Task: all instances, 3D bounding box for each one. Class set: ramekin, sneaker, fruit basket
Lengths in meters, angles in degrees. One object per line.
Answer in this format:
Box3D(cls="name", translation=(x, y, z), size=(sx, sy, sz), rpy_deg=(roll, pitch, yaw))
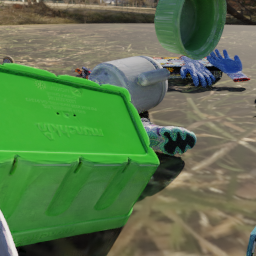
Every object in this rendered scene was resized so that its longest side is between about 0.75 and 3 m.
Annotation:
Box3D(cls="ramekin", translation=(1.696, -3.003, 7.745), size=(2.073, 2.073, 1.013), rpy_deg=(-19, 30, -36))
Box3D(cls="sneaker", translation=(0.636, 0.080, 6.520), size=(1.734, 0.674, 1.213), rpy_deg=(1, 25, 0))
Box3D(cls="fruit basket", translation=(-1.526, 0.567, 4.051), size=(3.187, 3.187, 2.298), rpy_deg=(-10, 58, -21))

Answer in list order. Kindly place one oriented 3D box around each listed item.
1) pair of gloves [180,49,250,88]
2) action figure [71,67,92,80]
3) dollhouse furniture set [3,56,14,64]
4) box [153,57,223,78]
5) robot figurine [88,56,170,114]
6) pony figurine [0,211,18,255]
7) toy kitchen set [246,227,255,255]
Box3D(cls="pair of gloves", translation=(3.522, -2.579, 11.810), size=(2.951, 0.336, 2.372), rpy_deg=(-7, 45, -9))
Box3D(cls="action figure", translation=(-1.798, -2.301, 12.225), size=(1.110, 0.600, 1.148), rpy_deg=(32, 10, 40))
Box3D(cls="dollhouse furniture set", translation=(-4.568, -1.594, 9.100), size=(1.864, 1.597, 1.960), rpy_deg=(5, 25, 12))
Box3D(cls="box", translation=(2.651, -2.860, 13.128), size=(2.973, 0.593, 2.036), rpy_deg=(-2, 24, -3))
Box3D(cls="robot figurine", translation=(0.024, -1.178, 8.107), size=(2.470, 1.645, 2.913), rpy_deg=(-8, 11, 45))
Box3D(cls="pony figurine", translation=(-1.193, 1.826, 1.709), size=(2.420, 2.016, 2.337), rpy_deg=(-22, 64, -46))
Box3D(cls="toy kitchen set", translation=(0.807, 1.528, 3.017), size=(1.245, 0.916, 1.555), rpy_deg=(21, 31, 38))
